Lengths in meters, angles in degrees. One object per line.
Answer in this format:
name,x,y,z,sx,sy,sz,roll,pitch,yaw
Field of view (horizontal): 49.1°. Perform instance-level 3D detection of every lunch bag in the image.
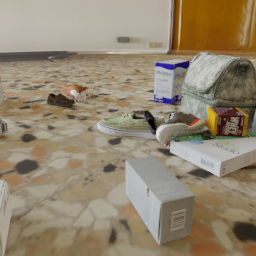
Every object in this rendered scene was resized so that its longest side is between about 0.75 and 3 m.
lunch bag,3.365,-1.512,10.587,2.080,2.504,2.986,3,17,-12

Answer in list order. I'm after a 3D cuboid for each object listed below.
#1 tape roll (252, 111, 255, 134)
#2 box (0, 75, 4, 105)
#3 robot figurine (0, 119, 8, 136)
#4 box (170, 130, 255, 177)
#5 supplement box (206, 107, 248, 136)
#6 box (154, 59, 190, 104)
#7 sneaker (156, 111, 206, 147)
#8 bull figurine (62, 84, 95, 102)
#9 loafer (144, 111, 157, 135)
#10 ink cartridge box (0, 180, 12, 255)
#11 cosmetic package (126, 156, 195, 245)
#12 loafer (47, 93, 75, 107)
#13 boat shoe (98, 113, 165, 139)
tape roll,5.139,-0.122,8.986,2.075,0.686,2.075,-1,34,1
box,-6.574,-1.705,13.145,1.025,1.307,2.102,-5,20,-14
robot figurine,-4.671,-0.044,9.514,1.140,0.644,0.967,7,14,17
box,2.761,0.546,8.130,2.529,0.459,1.825,-11,23,-33
supplement box,3.034,-0.212,8.672,0.970,0.644,0.957,1,19,2
box,2.199,-2.350,13.993,1.022,1.948,1.791,13,24,32
sneaker,1.514,-0.066,8.912,2.307,0.889,0.945,-6,43,-47
bull figurine,-2.546,-1.883,14.585,1.328,0.713,2.188,-13,25,-40
loafer,0.743,-0.209,8.907,0.308,0.858,0.270,-20,-19,-4
ink cartridge box,-3.028,1.621,4.613,1.933,0.820,1.408,-7,21,-15
cosmetic package,0.537,1.289,5.443,0.756,0.896,1.677,-8,20,-22
loafer,-3.232,-1.364,13.317,1.568,0.557,0.573,8,21,21
boat shoe,0.127,-0.166,9.676,2.442,0.758,0.879,5,20,13
